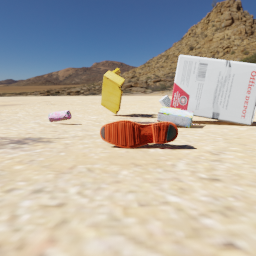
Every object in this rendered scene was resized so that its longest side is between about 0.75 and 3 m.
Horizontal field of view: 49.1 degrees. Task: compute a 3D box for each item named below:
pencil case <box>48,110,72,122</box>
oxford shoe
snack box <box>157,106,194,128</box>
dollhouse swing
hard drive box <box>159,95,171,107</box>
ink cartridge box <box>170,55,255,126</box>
[{"bbox_3d":[-2.203,-0.377,9.045,0.761,0.333,0.333,-6,5,21],"label":"pencil case"},{"bbox_3d":[0.210,0.111,5.527,1.510,0.538,0.548,2,3,5],"label":"oxford shoe"},{"bbox_3d":[1.458,-0.350,8.524,1.011,0.342,0.853,10,19,14],"label":"snack box"},{"bbox_3d":[-0.404,-1.633,11.944,1.335,1.469,1.291,34,43,27],"label":"dollhouse swing"},{"bbox_3d":[1.543,-0.808,10.516,0.304,0.791,0.617,-38,5,-2],"label":"hard drive box"},{"bbox_3d":[2.855,-1.245,9.156,2.583,1.863,1.081,12,11,17],"label":"ink cartridge box"}]
